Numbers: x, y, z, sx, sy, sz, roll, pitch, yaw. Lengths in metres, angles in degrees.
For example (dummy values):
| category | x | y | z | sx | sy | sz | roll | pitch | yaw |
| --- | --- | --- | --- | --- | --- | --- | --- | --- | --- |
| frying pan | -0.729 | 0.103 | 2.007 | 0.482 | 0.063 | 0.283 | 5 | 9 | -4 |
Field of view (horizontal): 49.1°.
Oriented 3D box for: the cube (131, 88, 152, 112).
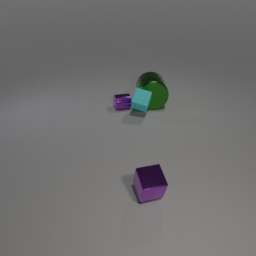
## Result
| category | x | y | z | sx | sy | sz | roll | pitch | yaw |
| --- | --- | --- | --- | --- | --- | --- | --- | --- | --- |
| cube | 0.573 | -1.195 | 12.033 | 0.700 | 0.700 | 0.700 | 18 | 73 | 5 |

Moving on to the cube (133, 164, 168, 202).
| category | x | y | z | sx | sy | sz | roll | pitch | yaw |
| --- | --- | --- | --- | --- | --- | --- | --- | --- | --- |
| cube | 0.596 | 1.503 | 7.667 | 0.700 | 0.700 | 0.700 | -9 | 52 | -14 |

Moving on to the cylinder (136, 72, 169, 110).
| category | x | y | z | sx | sy | sz | roll | pitch | yaw |
| --- | --- | --- | --- | --- | --- | --- | --- | --- | --- |
| cylinder | 1.111 | -1.764 | 13.161 | 1.400 | 1.400 | 1.400 | -1 | 30 | -2 |

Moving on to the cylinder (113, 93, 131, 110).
| category | x | y | z | sx | sy | sz | roll | pitch | yaw |
| --- | --- | --- | --- | --- | --- | --- | --- | --- | --- |
| cylinder | -0.269 | -1.219 | 12.928 | 0.700 | 0.700 | 0.700 | -8 | 31 | -13 |
